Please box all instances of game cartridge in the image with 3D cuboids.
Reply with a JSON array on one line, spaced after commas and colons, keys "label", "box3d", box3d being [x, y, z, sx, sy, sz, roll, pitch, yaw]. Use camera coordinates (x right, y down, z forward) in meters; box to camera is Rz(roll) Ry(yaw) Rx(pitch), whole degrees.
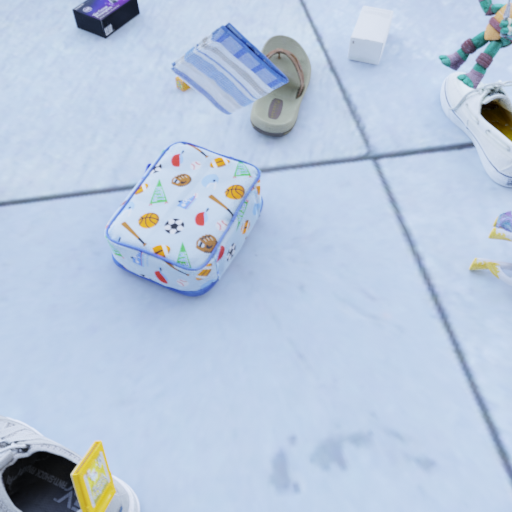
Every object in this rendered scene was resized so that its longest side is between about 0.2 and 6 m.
[{"label": "game cartridge", "box3d": [-1.346, 1.905, 4.685, 0.086, 0.532, 0.469, -10, 15, 12]}]

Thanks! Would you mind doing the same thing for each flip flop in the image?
[{"label": "flip flop", "box3d": [0.446, -3.384, 10.630, 1.105, 0.785, 2.725, 8, 54, 6]}]

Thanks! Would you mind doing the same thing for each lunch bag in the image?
[{"label": "lunch bag", "box3d": [-1.066, -0.665, 8.548, 1.923, 0.907, 2.400, 19, 56, 16]}]

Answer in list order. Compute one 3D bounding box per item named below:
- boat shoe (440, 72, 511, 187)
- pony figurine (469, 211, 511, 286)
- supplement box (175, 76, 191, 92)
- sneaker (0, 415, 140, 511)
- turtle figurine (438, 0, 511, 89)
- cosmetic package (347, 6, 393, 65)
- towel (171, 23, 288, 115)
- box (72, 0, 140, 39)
[{"label": "boat shoe", "box3d": [4.101, -2.584, 9.768, 1.042, 1.203, 2.822, -6, 53, -5]}, {"label": "pony figurine", "box3d": [4.077, -0.026, 8.056, 1.484, 1.236, 1.433, 28, 90, 16]}, {"label": "supplement box", "box3d": [-1.241, -3.557, 11.097, 0.262, 0.254, 0.762, 36, 60, 24]}, {"label": "sneaker", "box3d": [-2.697, 2.259, 6.138, 2.951, 1.210, 1.103, 13, 54, 10]}, {"label": "turtle figurine", "box3d": [2.465, -2.361, 5.715, 0.608, 1.209, 0.905, 21, 36, -21]}, {"label": "cosmetic package", "box3d": [2.394, -4.627, 11.709, 0.695, 0.548, 1.291, 16, 56, 10]}, {"label": "towel", "box3d": [-0.412, -2.494, 7.699, 1.152, 1.569, 0.187, 35, 68, -27]}, {"label": "box", "box3d": [-3.291, -5.385, 12.340, 0.847, 0.473, 1.200, 24, 57, 20]}]
